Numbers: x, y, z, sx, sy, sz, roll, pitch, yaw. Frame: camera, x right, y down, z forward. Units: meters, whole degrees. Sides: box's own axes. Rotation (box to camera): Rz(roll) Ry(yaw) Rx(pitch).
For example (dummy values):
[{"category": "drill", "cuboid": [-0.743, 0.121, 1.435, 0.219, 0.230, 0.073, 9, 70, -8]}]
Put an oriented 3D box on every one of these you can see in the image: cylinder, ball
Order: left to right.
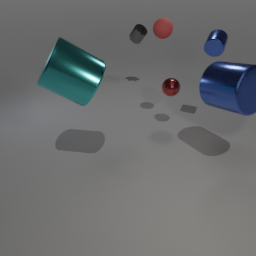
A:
[{"category": "cylinder", "cuboid": [-1.536, -1.502, 7.635, 1.400, 1.400, 1.400, 25, 22, -21]}, {"category": "cylinder", "cuboid": [0.510, -4.716, 14.067, 0.700, 0.700, 0.700, 12, 61, -23]}, {"category": "ball", "cuboid": [1.221, -3.480, 9.778, 0.700, 0.700, 0.700, 0, 29, 0]}, {"category": "ball", "cuboid": [1.634, -1.551, 10.644, 0.700, 0.700, 0.700, 0, 29, 0]}, {"category": "cylinder", "cuboid": [3.106, -2.994, 9.876, 0.700, 0.700, 0.700, 13, 50, 22]}, {"category": "cylinder", "cuboid": [3.070, -1.186, 8.171, 1.400, 1.400, 1.400, -16, 23, -26]}]
